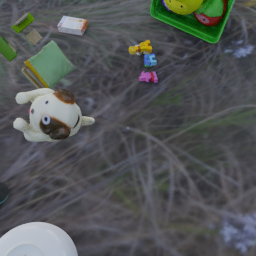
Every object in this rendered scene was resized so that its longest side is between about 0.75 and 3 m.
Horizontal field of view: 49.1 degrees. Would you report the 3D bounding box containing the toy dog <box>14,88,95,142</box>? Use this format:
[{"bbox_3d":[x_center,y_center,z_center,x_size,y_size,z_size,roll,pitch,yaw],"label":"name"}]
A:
[{"bbox_3d":[-1.129,-0.140,4.326,1.245,1.284,0.896,18,83,-12],"label":"toy dog"}]

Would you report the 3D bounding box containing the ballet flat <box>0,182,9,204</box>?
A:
[{"bbox_3d":[-4.077,1.467,6.387,2.465,0.843,0.838,-3,52,-3],"label":"ballet flat"}]

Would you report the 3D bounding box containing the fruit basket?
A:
[{"bbox_3d":[2.015,-4.268,9.339,3.073,2.216,3.073,6,44,-6],"label":"fruit basket"}]

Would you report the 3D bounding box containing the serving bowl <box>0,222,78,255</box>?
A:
[{"bbox_3d":[-2.018,2.823,5.624,1.954,0.643,1.954,0,57,1],"label":"serving bowl"}]

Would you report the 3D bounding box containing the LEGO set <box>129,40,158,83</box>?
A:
[{"bbox_3d":[0.420,-2.277,8.994,0.720,0.669,1.755,-8,56,-6],"label":"LEGO set"}]

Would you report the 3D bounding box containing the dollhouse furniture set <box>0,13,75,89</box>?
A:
[{"bbox_3d":[-2.046,-1.634,6.366,1.065,1.625,0.816,-43,25,-6],"label":"dollhouse furniture set"}]

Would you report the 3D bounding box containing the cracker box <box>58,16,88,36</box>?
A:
[{"bbox_3d":[-2.003,-3.718,10.181,0.928,0.268,0.622,13,57,7],"label":"cracker box"}]
